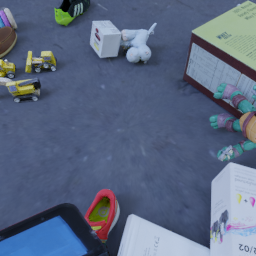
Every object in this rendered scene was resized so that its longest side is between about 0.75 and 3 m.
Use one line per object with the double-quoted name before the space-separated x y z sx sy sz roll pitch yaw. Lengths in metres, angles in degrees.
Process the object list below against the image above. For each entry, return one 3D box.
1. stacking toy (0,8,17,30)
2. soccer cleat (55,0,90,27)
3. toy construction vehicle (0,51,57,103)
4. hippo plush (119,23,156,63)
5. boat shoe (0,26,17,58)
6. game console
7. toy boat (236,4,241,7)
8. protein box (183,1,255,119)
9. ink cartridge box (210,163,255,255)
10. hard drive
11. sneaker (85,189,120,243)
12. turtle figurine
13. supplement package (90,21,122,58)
"stacking toy" -5.205 -3.809 10.497 1.858 0.793 0.793 -26 57 -14
"soccer cleat" -2.173 -4.922 11.232 0.716 0.860 2.121 22 56 16
"toy construction vehicle" -3.459 -1.763 8.860 2.212 0.779 1.926 -4 53 -3
"hippo plush" 0.367 -2.739 9.674 1.375 1.095 1.105 -12 79 -7
"boat shoe" -4.838 -2.813 9.612 0.918 0.862 2.551 23 56 17
"game console" -1.500 2.737 4.517 2.474 1.468 2.132 -24 66 0
"toy boat" 4.370 -4.545 11.210 0.799 0.442 0.951 13 54 11
"protein box" 3.612 -2.003 8.375 2.680 1.821 2.700 -33 59 -23
"ink cartridge box" 2.579 2.355 5.401 1.719 1.013 2.986 15 54 -1
"hard drive" 0.738 2.635 5.244 2.004 0.267 1.322 28 52 -14
"sneaker" -0.781 2.205 5.739 0.820 0.904 2.129 12 54 9
"turtle figurine" 2.714 -0.054 6.323 1.289 1.917 2.561 16 21 -15
"supplement package" -0.786 -3.044 9.595 0.679 0.883 0.923 -14 50 -27
